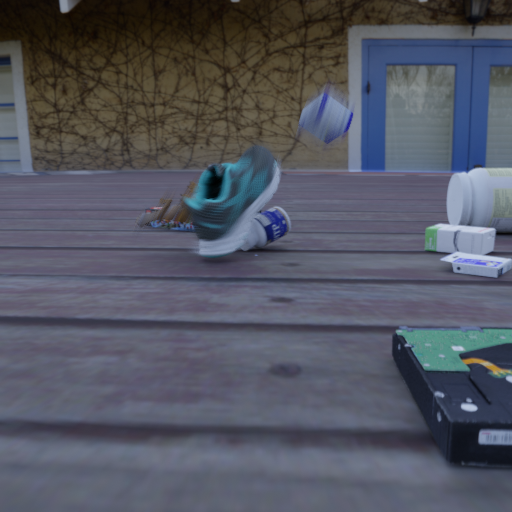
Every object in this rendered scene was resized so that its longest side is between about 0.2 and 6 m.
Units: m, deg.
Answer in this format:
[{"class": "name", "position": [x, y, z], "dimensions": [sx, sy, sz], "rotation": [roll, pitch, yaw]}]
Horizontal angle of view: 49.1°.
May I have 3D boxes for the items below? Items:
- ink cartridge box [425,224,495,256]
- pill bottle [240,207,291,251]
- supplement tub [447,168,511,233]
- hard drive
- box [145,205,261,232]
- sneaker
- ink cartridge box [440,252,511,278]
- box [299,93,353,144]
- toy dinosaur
[{"class": "ink cartridge box", "position": [3.693, -0.297, 10.153], "dimensions": [1.025, 0.431, 0.746], "rotation": [9, 14, 38]}, {"class": "pill bottle", "position": [0.106, -0.479, 10.375], "dimensions": [0.973, 0.582, 0.582], "rotation": [-28, 24, -29]}, {"class": "supplement tub", "position": [5.329, -1.202, 12.223], "dimensions": [1.979, 1.435, 1.435], "rotation": [0, 11, 3]}, {"class": "hard drive", "position": [1.751, 0.928, 4.049], "dimensions": [1.240, 0.336, 1.775], "rotation": [0, 11, 2]}, {"class": "box", "position": [-1.255, -1.007, 13.784], "dimensions": [1.655, 0.457, 2.424], "rotation": [9, 14, 38]}, {"class": "sneaker", "position": [-0.387, -1.208, 9.556], "dimensions": [0.997, 1.172, 2.570], "rotation": [-2, 45, 29]}, {"class": "ink cartridge box", "position": [3.362, 0.129, 8.580], "dimensions": [0.860, 0.187, 0.852], "rotation": [11, 15, 36]}, {"class": "box", "position": [1.211, -2.374, 9.738], "dimensions": [0.682, 0.358, 0.628], "rotation": [28, -27, -22]}, {"class": "toy dinosaur", "position": [-1.180, -0.763, 9.918], "dimensions": [1.871, 0.994, 0.565], "rotation": [5, 51, -24]}]
